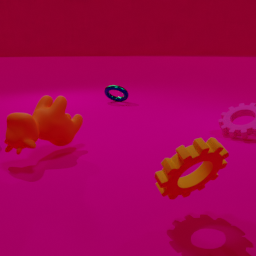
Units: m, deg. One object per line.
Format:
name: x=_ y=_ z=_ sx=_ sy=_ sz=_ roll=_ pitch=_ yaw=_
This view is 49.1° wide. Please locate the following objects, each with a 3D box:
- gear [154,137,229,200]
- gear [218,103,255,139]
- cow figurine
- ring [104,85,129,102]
gear: x=0.895 y=0.589 z=3.932 sx=1.066 sy=1.066 sz=0.197 roll=-8 pitch=44 yaw=-25
gear: x=3.353 y=-0.225 z=8.138 sx=1.337 sy=0.247 sz=1.337 roll=-19 pitch=34 yaw=13
cow figurine: x=-1.905 y=0.053 z=6.399 sx=0.934 sy=1.701 sz=1.674 roll=5 pitch=61 yaw=32
ring: x=-0.534 y=-1.594 z=12.961 sx=1.159 sy=0.232 sz=1.159 roll=10 pitch=-27 yaw=5
